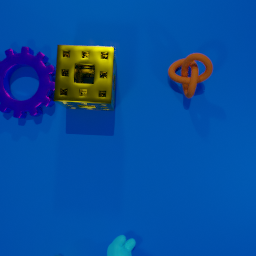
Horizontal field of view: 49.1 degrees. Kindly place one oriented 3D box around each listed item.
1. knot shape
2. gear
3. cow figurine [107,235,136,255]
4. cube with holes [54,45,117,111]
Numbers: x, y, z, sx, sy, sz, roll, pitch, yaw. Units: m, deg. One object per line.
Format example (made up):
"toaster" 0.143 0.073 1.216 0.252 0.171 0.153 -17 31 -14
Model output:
"knot shape" 1.633 -1.525 7.714 1.150 0.568 1.228 42 120 38
"gear" -2.911 -1.251 7.816 1.935 0.358 1.935 0 90 4
"cow figurine" -0.343 3.642 7.146 0.784 1.429 1.406 31 117 -27
"cube with holes" -1.049 -1.249 7.383 1.382 1.382 1.382 3 86 0
